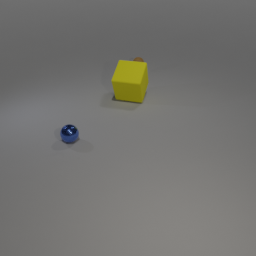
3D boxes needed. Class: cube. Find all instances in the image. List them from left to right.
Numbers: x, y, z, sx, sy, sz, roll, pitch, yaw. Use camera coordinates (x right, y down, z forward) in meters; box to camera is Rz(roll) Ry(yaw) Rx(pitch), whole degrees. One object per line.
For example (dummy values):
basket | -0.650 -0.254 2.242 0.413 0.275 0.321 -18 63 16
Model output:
cube | 0.140 -2.261 13.608 1.400 1.400 1.400 9 59 14

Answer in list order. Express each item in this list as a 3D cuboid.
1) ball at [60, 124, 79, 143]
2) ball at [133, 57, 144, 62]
ball | -2.213 0.208 10.601 0.700 0.700 0.700 0 30 0
ball | 0.623 -3.907 16.838 0.700 0.700 0.700 0 30 0
